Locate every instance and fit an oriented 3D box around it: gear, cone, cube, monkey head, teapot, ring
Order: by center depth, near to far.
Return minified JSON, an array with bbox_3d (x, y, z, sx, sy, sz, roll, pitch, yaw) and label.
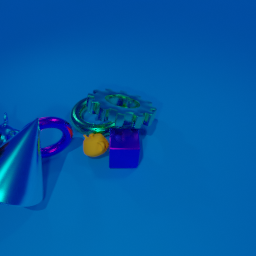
[{"bbox_3d":[-2.308,0.520,6.125,1.679,1.685,1.679,26,6,-3],"label":"cone"},{"bbox_3d":[-2.058,0.261,7.032,1.395,1.395,0.279,-17,52,-18],"label":"ring"},{"bbox_3d":[-0.106,0.527,7.287,0.760,0.760,0.760,1,43,-3],"label":"cube"},{"bbox_3d":[-3.259,0.286,7.448,0.864,1.434,1.032,27,10,-21],"label":"monkey head"},{"bbox_3d":[-0.907,0.408,7.510,0.708,0.557,1.138,-29,21,-26],"label":"teapot"},{"bbox_3d":[-0.187,-0.596,7.895,1.937,0.358,1.937,11,24,-5],"label":"gear"},{"bbox_3d":[-0.887,-0.423,8.655,1.820,0.364,1.820,0,42,0],"label":"ring"}]
